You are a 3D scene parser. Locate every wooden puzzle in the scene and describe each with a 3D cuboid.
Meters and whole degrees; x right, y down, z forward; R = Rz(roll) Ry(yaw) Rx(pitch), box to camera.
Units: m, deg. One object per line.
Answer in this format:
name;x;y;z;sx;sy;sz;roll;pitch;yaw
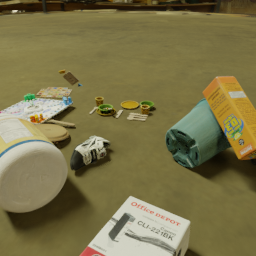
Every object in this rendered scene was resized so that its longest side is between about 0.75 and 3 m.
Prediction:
wooden puzzle;-1.981;-1.735;9.725;0.556;0.825;0.096;-11;42;41

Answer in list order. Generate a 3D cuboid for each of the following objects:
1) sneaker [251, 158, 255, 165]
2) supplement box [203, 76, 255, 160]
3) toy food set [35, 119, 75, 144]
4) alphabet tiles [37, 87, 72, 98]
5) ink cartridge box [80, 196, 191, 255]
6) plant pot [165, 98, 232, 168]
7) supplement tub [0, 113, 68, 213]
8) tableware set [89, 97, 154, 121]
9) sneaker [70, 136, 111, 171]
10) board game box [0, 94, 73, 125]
sneaker;5.121;0.858;9.094;2.177;0.724;0.985;6;32;14
supplement box;3.176;-0.332;8.164;0.843;0.815;2.450;-7;61;-30
toy food set;-3.056;0.280;10.531;1.664;0.484;2.410;11;20;8
alphabet tiles;-3.844;-1.874;14.709;1.689;0.053;1.406;2;29;3
ink cartridge box;0.165;2.604;5.753;1.558;0.904;2.159;16;33;27
plant pot;2.375;0.229;9.224;1.905;1.945;1.945;-29;40;-30
supplement tub;-3.139;0.827;7.853;1.970;1.970;2.724;-20;35;-32
tableware set;-0.261;-1.021;12.801;2.749;0.422;1.852;8;30;15
sneaker;-1.185;0.805;9.225;0.818;0.685;1.848;10;31;22
board game box;-4.202;-0.919;12.399;2.615;0.338;2.615;7;27;21
